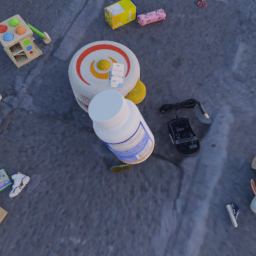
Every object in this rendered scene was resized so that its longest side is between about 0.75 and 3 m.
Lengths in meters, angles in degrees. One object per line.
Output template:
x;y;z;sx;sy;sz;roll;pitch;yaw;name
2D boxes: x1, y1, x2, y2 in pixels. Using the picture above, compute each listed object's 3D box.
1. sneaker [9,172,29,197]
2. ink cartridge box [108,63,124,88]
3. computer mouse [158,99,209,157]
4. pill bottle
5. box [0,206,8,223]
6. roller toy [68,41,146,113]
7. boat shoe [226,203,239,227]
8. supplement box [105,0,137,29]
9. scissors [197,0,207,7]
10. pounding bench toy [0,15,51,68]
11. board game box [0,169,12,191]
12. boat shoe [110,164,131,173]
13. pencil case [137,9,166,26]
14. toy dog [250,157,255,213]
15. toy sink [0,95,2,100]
-4.098;2.051;10.252;0.524;0.342;0.911;31;64;14;sneaker
-0.392;-1.703;9.088;0.436;0.255;0.751;2;98;-33;ink cartridge box
2.427;-0.003;11.095;1.826;0.598;2.600;-16;57;-6;computer mouse
-0.212;-0.007;9.618;1.615;2.882;1.615;-11;57;17;pill bottle
-5.123;3.244;9.715;1.243;0.162;1.521;30;75;13;box
-0.891;-1.930;11.115;2.710;2.076;2.971;-14;66;-6;roller toy
3.763;3.016;9.809;0.378;0.305;0.816;-15;65;2;boat shoe
-0.329;-5.527;13.495;1.397;0.765;0.760;-30;68;-14;supplement box
3.688;-6.710;14.430;0.485;0.092;1.327;-9;64;-1;scissors
-4.554;-4.061;12.348;2.070;1.614;1.286;-36;70;-15;pounding bench toy
-4.904;2.054;10.350;0.984;0.143;0.662;-33;69;-14;board game box
-0.292;1.502;10.539;0.771;0.254;0.276;-9;103;-10;boat shoe
1.129;-5.341;13.532;1.336;0.553;0.578;-19;71;-10;pencil case
4.958;1.921;9.931;1.377;1.005;2.087;2;65;1;toy dog
-6.184;-1.016;11.328;1.101;0.947;1.690;21;62;10;toy sink
